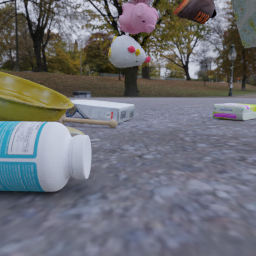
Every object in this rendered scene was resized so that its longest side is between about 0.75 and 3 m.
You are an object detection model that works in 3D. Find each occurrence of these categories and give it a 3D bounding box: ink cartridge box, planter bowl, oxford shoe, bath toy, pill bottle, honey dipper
[{"bbox_3d":[-1.283,-0.684,10.906,2.670,0.669,2.165,5,9,16],"label":"ink cartridge box"},{"bbox_3d":[-2.008,-0.302,4.457,2.109,0.878,2.109,19,11,-4],"label":"planter bowl"},{"bbox_3d":[2.164,-3.598,8.509,2.305,0.836,0.820,-36,0,-44],"label":"oxford shoe"},{"bbox_3d":[0.329,-2.638,6.482,0.980,2.653,1.153,17,1,2],"label":"bath toy"},{"bbox_3d":[-1.182,0.327,3.246,1.449,0.803,0.803,1,8,3],"label":"pill bottle"},{"bbox_3d":[-1.498,-0.237,8.953,2.409,0.457,0.457,4,9,17],"label":"honey dipper"}]

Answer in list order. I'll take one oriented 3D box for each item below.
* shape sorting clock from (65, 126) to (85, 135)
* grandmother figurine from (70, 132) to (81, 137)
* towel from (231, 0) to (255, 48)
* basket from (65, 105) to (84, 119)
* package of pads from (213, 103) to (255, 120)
[{"bbox_3d":[-1.798,0.242,5.353,1.977,0.388,1.977,6,14,-2],"label":"shape sorting clock"},{"bbox_3d":[-0.948,0.330,4.546,0.640,0.319,1.055,22,17,-2],"label":"grandmother figurine"},{"bbox_3d":[2.182,-1.974,4.793,0.291,1.209,1.035,-23,15,-6],"label":"towel"},{"bbox_3d":[-2.266,-0.667,11.412,0.882,0.614,0.778,42,22,19],"label":"basket"},{"bbox_3d":[4.474,-0.683,11.582,1.777,0.606,1.373,-6,11,-44],"label":"package of pads"}]
